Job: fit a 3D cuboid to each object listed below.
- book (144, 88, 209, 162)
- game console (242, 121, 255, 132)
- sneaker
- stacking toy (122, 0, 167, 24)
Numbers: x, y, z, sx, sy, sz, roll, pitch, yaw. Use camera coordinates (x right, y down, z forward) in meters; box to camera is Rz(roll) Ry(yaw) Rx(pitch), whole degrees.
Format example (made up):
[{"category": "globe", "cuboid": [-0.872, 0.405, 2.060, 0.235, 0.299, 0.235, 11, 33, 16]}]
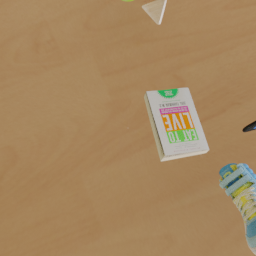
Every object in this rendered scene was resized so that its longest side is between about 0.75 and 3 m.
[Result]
[{"category": "book", "cuboid": [0.771, -0.093, 4.554, 0.775, 0.279, 1.160, -8, 66, -12]}, {"category": "game console", "cuboid": [3.977, -0.136, 5.630, 2.349, 1.367, 2.066, -10, 35, -37]}, {"category": "sneaker", "cuboid": [2.454, 1.533, 5.887, 1.471, 2.253, 0.896, 48, 113, 9]}, {"category": "stacking toy", "cuboid": [0.496, -4.059, 6.976, 2.482, 1.048, 2.247, 40, 118, 8]}]
